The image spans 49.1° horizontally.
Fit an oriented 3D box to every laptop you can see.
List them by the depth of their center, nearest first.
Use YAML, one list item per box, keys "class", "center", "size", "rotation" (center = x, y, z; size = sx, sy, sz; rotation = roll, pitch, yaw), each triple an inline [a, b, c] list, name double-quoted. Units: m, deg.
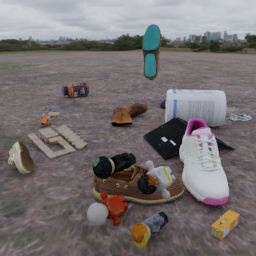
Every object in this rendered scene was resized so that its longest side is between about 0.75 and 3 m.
- class: "laptop"
  center: [2.126, 0.518, 10.223]
  size: [2.397, 1.238, 2.124]
  rotation: [-30, 24, -6]

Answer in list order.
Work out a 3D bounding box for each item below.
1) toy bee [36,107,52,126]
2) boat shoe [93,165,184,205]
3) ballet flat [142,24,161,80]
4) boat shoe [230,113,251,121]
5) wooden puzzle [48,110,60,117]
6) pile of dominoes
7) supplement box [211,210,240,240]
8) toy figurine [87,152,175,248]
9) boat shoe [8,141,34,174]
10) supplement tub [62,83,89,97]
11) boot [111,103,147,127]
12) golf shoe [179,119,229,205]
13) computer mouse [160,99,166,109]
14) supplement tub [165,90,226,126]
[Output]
- class: "toy bee"
  center: [-3.611, -0.372, 12.302]
  size: [0.674, 0.559, 1.029]
  rotation: [34, 38, 1]
- class: "boat shoe"
  center: [0.262, 1.352, 6.919]
  size: [2.291, 0.774, 0.825]
  rotation: [0, 20, 0]
- class: "ballet flat"
  center: [1.183, -3.561, 13.492]
  size: [0.907, 2.674, 0.967]
  rotation: [-1, -6, 13]
- class: "boat shoe"
  center: [5.156, -0.513, 12.805]
  size: [0.963, 0.309, 0.355]
  rotation: [2, 20, 5]
- class: "wooden puzzle"
  center: [-3.617, -0.685, 13.632]
  size: [0.547, 0.095, 0.810]
  rotation: [5, 20, 2]
- class: "pile of dominoes"
  center: [-2.544, 0.539, 10.189]
  size: [1.592, 0.325, 2.042]
  rotation: [-15, 33, -37]
- class: "supplement box"
  center: [2.046, 2.015, 5.868]
  size: [0.759, 0.261, 0.253]
  rotation: [-16, 24, -41]
- class: "toy figurine"
  center: [0.042, 1.367, 5.657]
  size: [1.598, 1.623, 1.129]
  rotation: [17, 12, 33]
- class: "boat shoe"
  center: [-3.277, 0.971, 8.443]
  size: [0.549, 0.609, 1.689]
  rotation: [-42, 35, -5]
- class: "supplement tub"
  center: [-3.207, -2.311, 17.037]
  size: [1.552, 0.830, 0.830]
  rotation: [-9, 22, -26]
- class: "boot"
  center: [0.103, -0.590, 12.605]
  size: [1.676, 0.609, 1.780]
  rotation: [0, 20, -2]
- class: "golf shoe"
  center: [1.967, 0.777, 7.521]
  size: [1.088, 1.322, 2.889]
  rotation: [-2, 29, -1]
- class: "computer mouse"
  center: [2.677, -1.558, 15.382]
  size: [2.347, 0.540, 1.648]
  rotation: [-7, 22, -20]
- class: "supplement tub"
  center: [2.800, -0.850, 11.915]
  size: [2.355, 1.554, 1.554]
  rotation: [3, 20, 5]
